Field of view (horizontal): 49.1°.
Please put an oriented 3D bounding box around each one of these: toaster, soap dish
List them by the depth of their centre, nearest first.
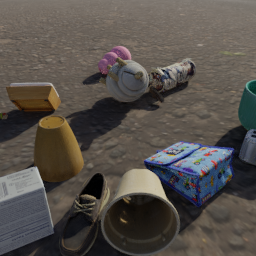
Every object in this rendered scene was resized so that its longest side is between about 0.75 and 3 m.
[{"bbox_3d":[4.299,0.676,9.119,1.490,0.963,0.847,19,36,28],"label":"toaster"},{"bbox_3d":[-3.923,-1.251,11.767,1.875,1.475,0.761,-1,70,0],"label":"soap dish"}]

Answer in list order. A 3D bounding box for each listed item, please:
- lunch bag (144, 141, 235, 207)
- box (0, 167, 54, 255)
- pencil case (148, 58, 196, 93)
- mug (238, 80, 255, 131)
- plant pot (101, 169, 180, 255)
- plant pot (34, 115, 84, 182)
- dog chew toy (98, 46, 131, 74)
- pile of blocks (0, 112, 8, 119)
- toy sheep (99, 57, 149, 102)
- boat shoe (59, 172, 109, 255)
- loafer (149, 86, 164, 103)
[{"bbox_3d":[1.763,1.122,8.610,1.731,1.081,2.299,-26,28,-33],"label":"lunch bag"},{"bbox_3d":[-2.635,1.935,6.505,1.484,1.614,0.847,-16,36,-23],"label":"box"},{"bbox_3d":[2.258,-2.714,14.195,2.854,1.276,1.110,-26,44,-36],"label":"pencil case"},{"bbox_3d":[5.519,-0.666,10.538,2.723,1.684,2.238,-12,35,-25],"label":"mug"},{"bbox_3d":[0.301,1.857,6.829,1.727,1.727,1.581,1,21,2],"label":"plant pot"},{"bbox_3d":[-2.230,0.522,8.701,1.573,1.688,1.573,1,33,-1],"label":"plant pot"},{"bbox_3d":[-0.830,-3.777,15.940,1.348,1.348,2.165,25,48,34],"label":"dog chew toy"},{"bbox_3d":[-5.452,-0.557,11.736,0.817,0.254,0.335,5,33,9],"label":"pile of blocks"},{"bbox_3d":[-0.066,-2.075,12.289,2.002,2.002,2.904,-12,5,-18],"label":"toy sheep"},{"bbox_3d":[-1.108,2.035,7.031,0.899,0.885,2.415,5,33,8],"label":"boat shoe"},{"bbox_3d":[1.303,-1.486,12.853,0.364,0.353,0.995,12,38,-55],"label":"loafer"}]
